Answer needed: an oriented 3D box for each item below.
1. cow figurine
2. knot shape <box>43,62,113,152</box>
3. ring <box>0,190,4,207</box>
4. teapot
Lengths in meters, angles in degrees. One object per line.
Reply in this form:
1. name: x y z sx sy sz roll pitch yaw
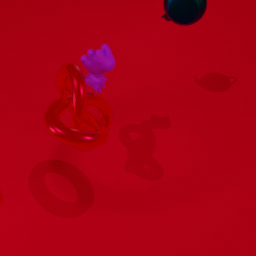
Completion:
1. cow figurine: -0.601 -1.244 6.058 0.958 0.943 0.526 -6 37 39
2. knot shape: -0.981 -0.229 5.738 0.930 2.012 1.882 -22 28 12
3. ring: -3.120 0.742 5.543 0.407 2.033 2.033 -33 64 -28
4. teapot: 1.330 -2.954 6.607 1.011 1.626 0.796 43 49 -22
